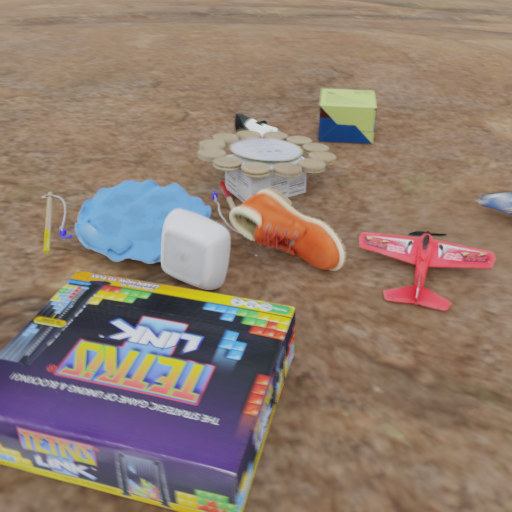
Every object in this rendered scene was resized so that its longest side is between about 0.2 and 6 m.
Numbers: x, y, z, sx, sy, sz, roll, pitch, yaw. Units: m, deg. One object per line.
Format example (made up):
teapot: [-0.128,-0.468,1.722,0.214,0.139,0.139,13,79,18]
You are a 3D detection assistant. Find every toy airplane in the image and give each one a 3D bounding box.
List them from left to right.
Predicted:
toy airplane: [3.181,0.216,10.628,2.609,0.480,2.609,-1,33,0]

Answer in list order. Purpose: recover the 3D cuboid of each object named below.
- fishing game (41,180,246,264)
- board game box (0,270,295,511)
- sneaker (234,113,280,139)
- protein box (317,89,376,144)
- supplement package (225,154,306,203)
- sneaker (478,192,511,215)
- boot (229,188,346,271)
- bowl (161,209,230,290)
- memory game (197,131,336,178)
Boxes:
fishing game: [-2.342,-0.675,11.925,4.154,0.646,2.975,-8,40,-18]
board game box: [-1.584,1.677,7.867,3.739,1.060,3.091,8,33,13]
sneaker: [0.129,-3.401,15.928,0.996,0.834,2.251,-16,46,-23]
protein box: [2.708,-4.213,16.826,1.637,1.112,1.649,4,33,6]
supplement package: [0.221,-1.986,13.618,1.607,0.891,1.252,-17,37,-26]
sneaker: [5.810,-1.008,12.193,1.898,0.731,0.718,12,13,31]
boot: [0.574,-0.361,10.815,2.372,0.890,1.272,36,38,23]
bowl: [-1.186,-0.057,10.156,1.358,1.360,0.508,22,31,20]
memory game: [0.219,-2.501,13.603,3.370,0.215,3.370,3,28,-1]
